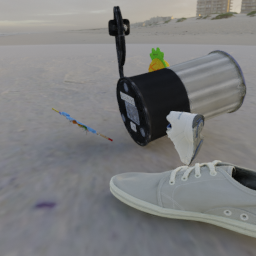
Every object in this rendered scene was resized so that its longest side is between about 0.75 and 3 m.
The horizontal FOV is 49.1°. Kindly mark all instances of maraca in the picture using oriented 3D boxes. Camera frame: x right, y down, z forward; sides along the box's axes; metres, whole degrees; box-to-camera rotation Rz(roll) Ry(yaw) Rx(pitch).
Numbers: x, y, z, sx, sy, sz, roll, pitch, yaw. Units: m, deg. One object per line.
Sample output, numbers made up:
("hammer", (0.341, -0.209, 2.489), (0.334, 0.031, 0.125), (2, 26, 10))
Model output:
("maraca", (1.390, -2.658, 12.557), (1.003, 1.874, 1.285), (-22, 19, -26))

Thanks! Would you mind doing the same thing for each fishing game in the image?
("fishing game", (-1.127, -0.043, 6.592), (1.530, 0.238, 1.096), (27, -4, 25))

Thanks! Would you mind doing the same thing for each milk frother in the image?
("milk frother", (1.035, -1.484, 6.836), (2.725, 2.897, 2.614), (-20, 44, -19))

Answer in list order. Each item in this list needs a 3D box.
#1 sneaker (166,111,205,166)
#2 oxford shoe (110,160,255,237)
("sneaker", (1.071, 0.166, 5.301), (0.639, 1.468, 0.547), (22, 57, 26))
("oxford shoe", (1.044, 0.872, 4.147), (2.890, 0.835, 1.087), (4, 13, 29))
